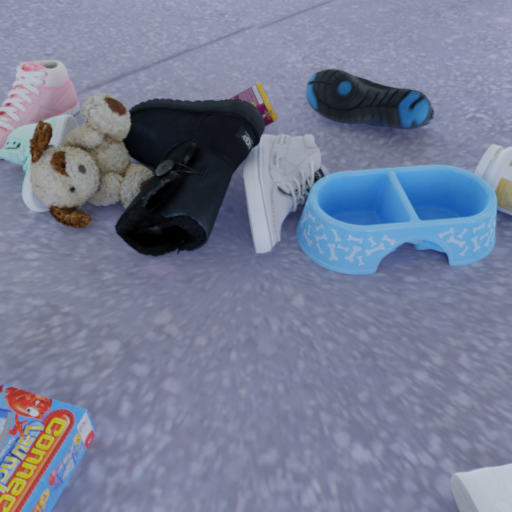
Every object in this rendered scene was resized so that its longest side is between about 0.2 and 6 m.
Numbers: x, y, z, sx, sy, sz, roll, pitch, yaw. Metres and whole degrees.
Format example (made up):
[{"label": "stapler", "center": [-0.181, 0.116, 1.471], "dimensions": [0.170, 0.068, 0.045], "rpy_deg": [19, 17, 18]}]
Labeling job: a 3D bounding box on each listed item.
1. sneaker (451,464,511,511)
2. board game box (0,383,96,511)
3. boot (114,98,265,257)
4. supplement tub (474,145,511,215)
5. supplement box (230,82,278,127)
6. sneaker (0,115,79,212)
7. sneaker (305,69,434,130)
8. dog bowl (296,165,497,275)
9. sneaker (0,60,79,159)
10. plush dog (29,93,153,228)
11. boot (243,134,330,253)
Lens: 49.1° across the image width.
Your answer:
[{"label": "sneaker", "center": [2.800, 2.799, 5.257], "dimensions": [1.103, 0.703, 1.908], "rpy_deg": [-12, 43, -8]}, {"label": "board game box", "center": [-2.986, 2.277, 5.941], "dimensions": [1.806, 0.515, 1.844], "rpy_deg": [12, 44, 13]}, {"label": "boot", "center": [-1.626, -1.325, 9.215], "dimensions": [3.183, 1.216, 2.674], "rpy_deg": [5, 53, 34]}, {"label": "supplement tub", "center": [4.415, -1.162, 9.225], "dimensions": [1.474, 1.064, 1.064], "rpy_deg": [30, 50, 26]}, {"label": "supplement box", "center": [-0.201, -2.806, 11.043], "dimensions": [1.064, 0.549, 0.696], "rpy_deg": [-25, 51, 10]}, {"label": "sneaker", "center": [-3.998, -1.563, 9.977], "dimensions": [1.297, 0.809, 2.198], "rpy_deg": [-8, 50, 14]}, {"label": "sneaker", "center": [2.311, -3.110, 11.574], "dimensions": [2.720, 0.996, 1.114], "rpy_deg": [24, 17, 23]}, {"label": "dog bowl", "center": [2.274, -0.676, 8.915], "dimensions": [3.246, 0.805, 1.809], "rpy_deg": [-4, 43, -6]}, {"label": "sneaker", "center": [-4.641, -3.034, 11.061], "dimensions": [0.970, 1.347, 2.576], "rpy_deg": [23, 49, 20]}, {"label": "plush dog", "center": [-2.906, -1.441, 9.284], "dimensions": [1.648, 2.054, 1.765], "rpy_deg": [-6, 19, 46]}, {"label": "boot", "center": [0.545, -1.210, 9.250], "dimensions": [1.411, 1.086, 2.953], "rpy_deg": [-6, 42, 3]}]
